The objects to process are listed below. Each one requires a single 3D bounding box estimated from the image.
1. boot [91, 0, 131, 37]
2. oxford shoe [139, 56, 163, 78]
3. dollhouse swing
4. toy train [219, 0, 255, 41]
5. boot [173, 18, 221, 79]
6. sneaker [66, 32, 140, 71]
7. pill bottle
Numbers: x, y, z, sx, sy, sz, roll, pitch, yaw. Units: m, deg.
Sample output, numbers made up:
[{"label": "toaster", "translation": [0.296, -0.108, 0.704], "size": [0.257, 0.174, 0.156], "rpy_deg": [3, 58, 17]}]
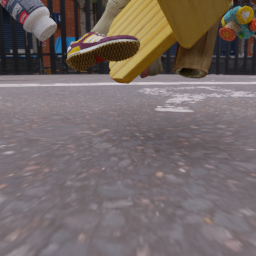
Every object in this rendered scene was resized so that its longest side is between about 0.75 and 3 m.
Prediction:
[{"label": "boot", "translation": [0.094, -2.661, 7.784], "size": [2.312, 1.797, 0.842], "rpy_deg": [9, 37, -48]}, {"label": "oxford shoe", "translation": [0.806, -3.305, 10.445], "size": [1.035, 2.768, 0.975], "rpy_deg": [-10, 24, -11]}, {"label": "dollhouse swing", "translation": [0.059, -2.572, 4.858], "size": [2.336, 2.415, 2.657], "rpy_deg": [-25, 46, 20]}, {"label": "toy train", "translation": [2.993, -3.020, 7.236], "size": [2.229, 0.825, 2.967], "rpy_deg": [43, 1, 38]}, {"label": "boot", "translation": [1.452, -2.359, 5.969], "size": [0.856, 2.588, 2.267], "rpy_deg": [12, 4, 3]}, {"label": "sneaker", "translation": [-0.289, -0.940, 3.134], "size": [0.860, 0.387, 0.322], "rpy_deg": [-9, -30, 13]}, {"label": "pill bottle", "translation": [-2.541, -2.993, 7.274], "size": [0.818, 1.369, 0.818], "rpy_deg": [-43, 4, 4]}]
